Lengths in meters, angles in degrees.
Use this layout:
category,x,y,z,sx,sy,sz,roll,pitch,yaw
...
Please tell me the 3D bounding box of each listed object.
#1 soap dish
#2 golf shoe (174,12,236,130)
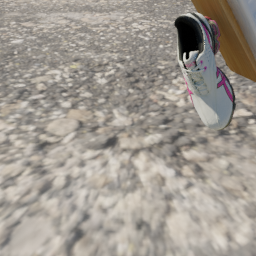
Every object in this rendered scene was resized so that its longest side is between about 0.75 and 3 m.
category,x,y,z,sx,sy,sz,roll,pitch,yaw
soap dish,2.317,-2.561,5.338,2.169,2.757,1.120,-50,28,-17
golf shoe,1.189,-0.911,4.695,0.925,2.009,0.729,-10,-4,-46
